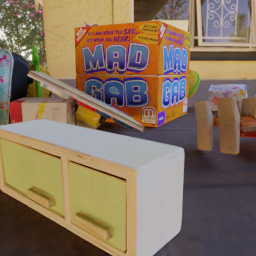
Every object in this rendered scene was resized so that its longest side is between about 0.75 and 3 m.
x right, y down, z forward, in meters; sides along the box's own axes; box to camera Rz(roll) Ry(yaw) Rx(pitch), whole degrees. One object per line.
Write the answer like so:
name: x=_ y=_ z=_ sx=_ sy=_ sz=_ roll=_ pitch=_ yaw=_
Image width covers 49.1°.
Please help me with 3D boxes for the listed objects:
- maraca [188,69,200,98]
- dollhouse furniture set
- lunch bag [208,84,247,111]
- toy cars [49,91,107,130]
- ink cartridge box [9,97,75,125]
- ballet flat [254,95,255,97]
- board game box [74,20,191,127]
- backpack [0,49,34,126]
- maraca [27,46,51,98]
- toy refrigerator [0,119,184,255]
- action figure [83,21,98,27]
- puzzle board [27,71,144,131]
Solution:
maraca: x=2.136 y=-2.120 z=13.953 sx=2.958 sy=1.582 sz=2.028 roll=-2 pitch=49 yaw=37
dollhouse furniture set: x=3.214 y=0.124 z=5.331 sx=2.943 sy=1.516 sz=2.911 roll=-4 pitch=1 yaw=-17
lunch bag: x=4.141 y=-1.276 z=11.576 sx=1.468 sy=1.101 sz=1.731 roll=3 pitch=23 yaw=21
toy cars: x=-1.513 y=-0.444 z=7.946 sx=1.328 sy=0.656 sz=2.962 roll=26 pitch=1 yaw=-43
ink cartridge box: x=-2.036 y=-0.227 z=6.922 sx=1.352 sy=0.978 sz=0.983 roll=0 pitch=12 yaw=0
ballet flat: x=4.501 y=-0.717 z=9.267 sx=0.940 sy=0.943 sz=2.815 roll=10 pitch=16 yaw=38
board game box: x=0.258 y=-1.850 z=9.683 sx=2.952 sy=2.953 sz=2.955 roll=6 pitch=14 yaw=28
backpack: x=-4.029 y=-0.961 z=7.051 sx=2.562 sy=2.274 sz=1.929 roll=8 pitch=6 yaw=9
maraca: x=-2.898 y=-1.431 z=8.858 sx=1.165 sy=2.179 sz=1.494 roll=-6 pitch=14 yaw=-25
toy refrigerator: x=-0.663 y=0.554 z=3.406 sx=2.538 sy=0.963 sz=0.888 roll=11 pitch=16 yaw=39
action figure: x=-1.485 y=-3.661 z=10.749 sx=0.700 sy=0.630 sz=0.940 roll=35 pitch=40 yaw=10
puzzle board: x=-1.037 y=-0.691 z=7.075 sx=2.769 sy=0.241 sz=2.087 roll=26 pitch=5 yaw=-13
